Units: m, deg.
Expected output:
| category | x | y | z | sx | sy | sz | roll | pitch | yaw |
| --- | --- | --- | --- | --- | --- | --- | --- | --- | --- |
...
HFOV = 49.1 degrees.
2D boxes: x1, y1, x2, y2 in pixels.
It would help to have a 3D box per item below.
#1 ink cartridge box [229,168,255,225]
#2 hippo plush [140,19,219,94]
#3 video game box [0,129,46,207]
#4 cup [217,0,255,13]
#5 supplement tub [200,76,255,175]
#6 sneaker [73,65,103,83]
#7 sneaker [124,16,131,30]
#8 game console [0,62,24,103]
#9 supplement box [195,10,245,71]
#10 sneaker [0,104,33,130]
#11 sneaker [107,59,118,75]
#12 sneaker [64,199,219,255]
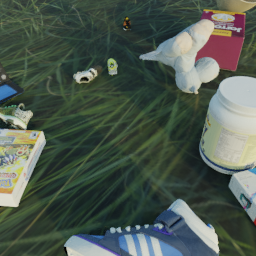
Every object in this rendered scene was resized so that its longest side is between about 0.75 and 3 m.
| category | x | y | z | sx | sy | sz | roll | pitch | yaw |
| --- | --- | --- | --- | --- | --- | --- | --- | --- | --- |
| ink cartridge box | 3.093 | 1.647 | 6.340 | 0.864 | 0.500 | 1.487 | -12 | 43 | -13 |
| hippo plush | 1.958 | -2.082 | 9.099 | 2.460 | 1.978 | 1.959 | -30 | 13 | 7 |
| video game box | -3.638 | 0.885 | 7.190 | 2.402 | 0.562 | 2.188 | 3 | 43 | 3 |
| cup | 4.890 | -6.039 | 12.684 | 2.094 | 1.498 | 2.094 | 4 | 73 | -12 |
| supplement tub | 2.722 | -0.039 | 7.019 | 1.546 | 2.132 | 1.546 | 0 | 41 | 0 |
| sneaker | -1.423 | -1.963 | 10.557 | 1.166 | 0.432 | 0.516 | -27 | 47 | -15 |
| sneaker | -0.060 | -5.394 | 14.410 | 0.367 | 0.472 | 1.049 | -4 | 41 | -4 |
| game console | -4.758 | -1.504 | 9.572 | 1.723 | 1.470 | 1.019 | -36 | 20 | -34 |
| supplement box | 3.808 | -3.786 | 11.818 | 1.861 | 1.467 | 2.843 | 12 | 43 | 13 |
| sneaker | -3.430 | -0.432 | 8.409 | 1.654 | 0.636 | 0.733 | 23 | 64 | 30 |
| sneaker | -0.612 | -2.534 | 11.185 | 0.417 | 0.422 | 1.105 | -8 | 41 | -6 |
| sneaker | 0.377 | 2.117 | 5.381 | 2.656 | 1.070 | 1.945 | 16 | 43 | 17 |
